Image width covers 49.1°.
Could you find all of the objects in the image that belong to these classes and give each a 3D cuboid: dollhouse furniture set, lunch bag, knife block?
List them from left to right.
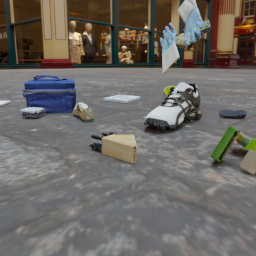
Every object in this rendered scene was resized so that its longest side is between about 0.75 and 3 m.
[{"bbox_3d":[-3.236,-1.446,11.510,2.173,1.438,1.476,-2,15,-10],"label":"lunch bag"},{"bbox_3d":[-0.378,0.424,6.483,1.101,0.401,1.255,-2,15,-4],"label":"knife block"},{"bbox_3d":[2.576,0.554,6.153,0.985,0.755,1.504,32,11,26],"label":"dollhouse furniture set"}]

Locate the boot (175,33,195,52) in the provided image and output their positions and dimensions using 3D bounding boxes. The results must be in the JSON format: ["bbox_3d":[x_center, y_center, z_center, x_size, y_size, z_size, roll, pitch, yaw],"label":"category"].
[{"bbox_3d":[2.109,-3.344,11.387,1.029,0.375,0.800,-32,57,-5],"label":"boot"}]

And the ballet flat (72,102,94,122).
[{"bbox_3d":[-1.646,-0.658,10.264,0.588,0.545,1.669,-14,19,-26],"label":"ballet flat"}]

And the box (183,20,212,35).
[{"bbox_3d":[2.681,-3.792,10.836,0.996,0.349,0.320,-15,-20,21],"label":"box"}]

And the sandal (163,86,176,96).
[{"bbox_3d":[2.688,-1.856,14.763,1.749,0.695,0.761,6,10,-9],"label":"sandal"}]

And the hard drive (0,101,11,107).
[{"bbox_3d":[-5.920,-1.119,12.861,0.634,0.128,0.961,1,14,4],"label":"hard drive"}]

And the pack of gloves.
[{"bbox_3d":[1.961,-3.339,10.075,0.492,2.094,2.493,21,47,-22],"label":"pack of gloves"}]

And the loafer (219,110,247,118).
[{"bbox_3d":[3.816,-0.464,10.236,0.953,0.300,0.343,0,45,17],"label":"loafer"}]

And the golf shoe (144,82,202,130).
[{"bbox_3d":[1.474,-0.776,9.169,1.140,1.386,2.933,12,20,34],"label":"golf shoe"}]

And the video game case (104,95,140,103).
[{"bbox_3d":[-0.276,-1.481,14.143,1.316,0.171,1.446,8,17,29],"label":"video game case"}]

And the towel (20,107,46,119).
[{"bbox_3d":[-3.501,-0.552,10.359,0.636,0.329,0.768,4,14,10],"label":"towel"}]
